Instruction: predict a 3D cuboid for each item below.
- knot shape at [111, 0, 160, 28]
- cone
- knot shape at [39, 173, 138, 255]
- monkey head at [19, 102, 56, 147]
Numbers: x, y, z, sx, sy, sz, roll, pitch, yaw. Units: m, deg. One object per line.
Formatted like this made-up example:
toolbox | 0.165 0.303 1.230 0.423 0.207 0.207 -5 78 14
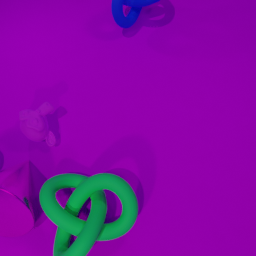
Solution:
knot shape | 0.367 -3.879 8.181 2.065 1.933 0.954 -39 104 14
cone | -2.544 1.236 6.214 1.597 1.597 1.602 7 35 4
knot shape | -0.942 1.844 5.661 2.061 0.952 1.929 10 61 22
monkey head | -2.182 -0.156 6.883 1.287 0.775 0.926 38 67 20
